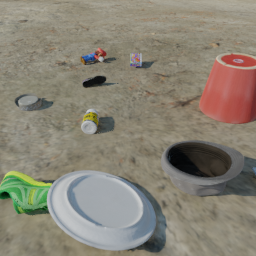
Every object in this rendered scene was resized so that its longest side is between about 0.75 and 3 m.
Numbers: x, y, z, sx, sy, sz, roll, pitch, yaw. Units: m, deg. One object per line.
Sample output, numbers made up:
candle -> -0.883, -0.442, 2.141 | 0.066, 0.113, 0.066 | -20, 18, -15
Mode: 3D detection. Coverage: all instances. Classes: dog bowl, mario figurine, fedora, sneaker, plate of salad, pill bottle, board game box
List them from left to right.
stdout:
dog bowl -> -4.451, -1.149, 12.570 | 1.174, 0.344, 1.174 | 0, 35, 0
sneaker -> -2.531, 1.977, 7.664 | 2.424, 0.898, 1.013 | 13, 52, 22
pill bottle -> -1.471, -0.282, 11.061 | 0.604, 0.604, 1.058 | 0, 34, 0
sneaker -> -1.738, -2.468, 14.300 | 1.258, 0.476, 0.551 | -15, 29, -3
mario figurine -> -2.032, -4.219, 17.061 | 1.618, 0.858, 0.999 | -24, 75, -15
plate of salad -> -0.675, 2.098, 7.347 | 2.896, 0.696, 2.896 | 17, 23, -7
board game box -> 0.466, -3.994, 16.369 | 0.653, 0.217, 0.971 | 2, 51, -1
fedora -> 2.133, 1.288, 8.314 | 2.357, 1.064, 2.085 | 9, 33, 25

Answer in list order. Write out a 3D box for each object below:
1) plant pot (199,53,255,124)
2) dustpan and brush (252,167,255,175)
plant pot -> 4.452, -1.790, 11.816 | 2.571, 2.275, 2.571 | 0, 33, 0
dustpan and brush -> 4.896, 1.690, 8.318 | 2.004, 0.573, 1.399 | -7, 34, 1
